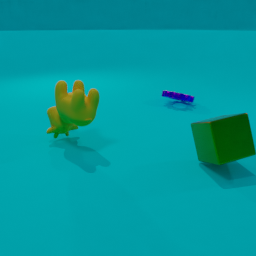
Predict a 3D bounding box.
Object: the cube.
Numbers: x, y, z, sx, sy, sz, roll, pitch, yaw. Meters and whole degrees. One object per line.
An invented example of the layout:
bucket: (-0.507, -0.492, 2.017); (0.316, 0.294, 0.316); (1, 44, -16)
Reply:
cube: (1.865, 0.205, 5.572); (0.826, 0.826, 0.826); (-13, 2, -13)

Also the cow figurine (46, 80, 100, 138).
cow figurine: (-1.307, -0.313, 6.480); (0.858, 1.539, 1.564); (-10, 28, -39)

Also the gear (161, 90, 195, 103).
gear: (1.756, -1.102, 9.833); (1.128, 0.209, 1.128); (12, 5, -1)
